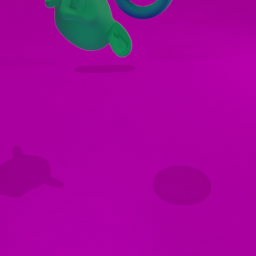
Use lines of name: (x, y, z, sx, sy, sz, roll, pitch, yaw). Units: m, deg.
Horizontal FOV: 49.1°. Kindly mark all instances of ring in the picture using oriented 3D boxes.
ring: (0.473, -4.295, 8.460, 1.969, 1.969, 0.394, 0, 38, 0)

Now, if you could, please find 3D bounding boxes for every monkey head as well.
monkey head: (-0.588, -1.934, 4.447, 1.797, 1.083, 1.293, 42, 93, 25)
